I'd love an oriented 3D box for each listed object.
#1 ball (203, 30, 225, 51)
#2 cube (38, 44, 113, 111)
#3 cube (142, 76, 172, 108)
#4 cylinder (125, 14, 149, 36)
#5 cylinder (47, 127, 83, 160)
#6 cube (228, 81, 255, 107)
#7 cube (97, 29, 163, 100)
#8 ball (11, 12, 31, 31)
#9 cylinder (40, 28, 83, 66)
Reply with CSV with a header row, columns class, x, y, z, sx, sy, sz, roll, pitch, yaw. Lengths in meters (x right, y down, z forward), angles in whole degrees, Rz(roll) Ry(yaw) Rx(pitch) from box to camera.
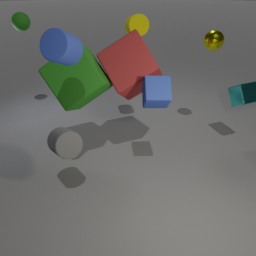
class,x,y,z,sx,sy,sz,roll,pitch,yaw
ball,2.977,-3.030,9.703,0.700,0.700,0.700,0,28,0
cube,-1.472,-1.475,8.306,1.400,1.400,1.400,-34,2,9
cube,0.775,-0.973,7.656,0.700,0.700,0.700,0,-14,-4
cylinder,0.295,-3.461,9.471,0.700,0.700,0.700,-6,18,-11
cylinder,-1.586,0.371,7.023,0.700,0.700,0.700,-17,18,-29
cube,4.049,-1.173,9.787,0.700,0.700,0.700,-13,1,-15
cube,0.118,-1.888,8.700,1.400,1.400,1.400,-31,-9,10
ball,-4.160,-4.135,10.885,0.700,0.700,0.700,0,28,0
cylinder,-1.458,-1.774,6.191,0.700,0.700,0.700,9,7,16
